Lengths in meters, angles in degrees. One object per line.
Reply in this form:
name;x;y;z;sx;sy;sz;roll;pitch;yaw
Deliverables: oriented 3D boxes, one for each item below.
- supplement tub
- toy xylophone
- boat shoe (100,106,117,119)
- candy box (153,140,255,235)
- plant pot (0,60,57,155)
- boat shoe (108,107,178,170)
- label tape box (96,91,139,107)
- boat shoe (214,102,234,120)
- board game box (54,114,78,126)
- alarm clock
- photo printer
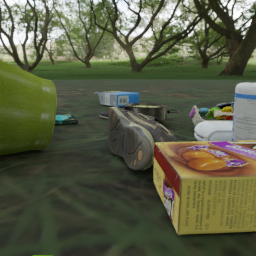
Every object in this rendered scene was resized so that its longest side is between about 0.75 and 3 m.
supplement tub;2.375;-0.049;4.989;0.975;1.478;0.975;1;12;0
toy xylophone;2.761;-0.344;7.730;1.976;0.496;1.446;2;-15;-6
boat shoe;-0.307;-0.557;9.886;1.438;0.451;0.522;3;12;15
candy box;1.689;0.638;3.630;2.512;0.709;1.466;0;11;-6
plant pot;-2.685;-0.379;5.527;2.245;2.331;2.331;7;7;-28
boat shoe;0.197;0.165;5.578;0.906;0.921;2.472;0;18;-19
label tape box;-0.592;-1.459;13.786;1.387;0.640;1.937;-9;13;-39
boat shoe;3.585;-0.527;9.058;0.721;0.763;2.128;-5;10;-23
board game box;-2.143;-0.286;9.311;0.782;0.163;1.157;-4;13;-20
alarm clock;0.758;-0.463;8.953;1.989;0.662;1.342;-6;13;-19
photo printer;2.276;0.156;6.340;1.471;0.511;1.224;0;11;0
